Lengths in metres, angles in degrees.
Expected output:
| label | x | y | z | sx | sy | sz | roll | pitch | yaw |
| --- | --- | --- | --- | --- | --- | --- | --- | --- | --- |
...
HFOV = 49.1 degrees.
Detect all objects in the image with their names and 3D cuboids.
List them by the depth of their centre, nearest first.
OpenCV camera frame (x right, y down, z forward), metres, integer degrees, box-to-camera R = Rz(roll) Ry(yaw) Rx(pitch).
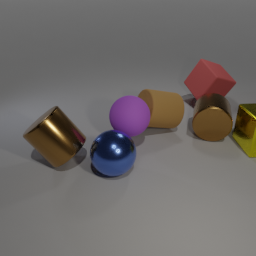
| label | x | y | z | sx | sy | sz | roll | pitch | yaw |
| --- | --- | --- | --- | --- | --- | --- | --- | --- | --- |
| ball | -0.443 | 0.752 | 8.451 | 1.400 | 1.400 | 1.400 | 0 | 29 | 0 |
| cylinder | -2.277 | 0.265 | 8.780 | 1.400 | 1.400 | 1.400 | -35 | 20 | 14 |
| ball | 0.057 | -0.403 | 9.537 | 1.400 | 1.400 | 1.400 | 0 | 29 | 0 |
| cube | 4.680 | 0.039 | 9.712 | 1.400 | 1.400 | 1.400 | -3 | 29 | -5 |
| cylinder | 3.170 | -0.428 | 10.560 | 1.400 | 1.400 | 1.400 | 7 | 29 | 13 |
| cylinder | 1.183 | -0.716 | 10.691 | 1.400 | 1.400 | 1.400 | 3 | 24 | -28 |
| cube | 3.733 | -2.088 | 12.850 | 1.400 | 1.400 | 1.400 | 5 | 43 | -35 |
